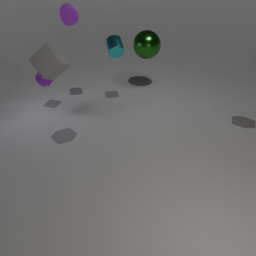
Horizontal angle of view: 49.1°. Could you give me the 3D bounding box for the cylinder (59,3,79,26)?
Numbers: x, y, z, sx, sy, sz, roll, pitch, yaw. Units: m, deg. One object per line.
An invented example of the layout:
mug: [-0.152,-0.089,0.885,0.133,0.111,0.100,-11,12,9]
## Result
cylinder: [-2.353,-4.506,11.115,0.700,0.700,0.700,-8,38,-13]

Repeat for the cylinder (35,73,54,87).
cylinder: [-3.531,-2.250,12.127,0.700,0.700,0.700,11,51,18]

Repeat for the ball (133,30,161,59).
ball: [0.950,-4.181,14.069,1.400,1.400,1.400,0,31,0]

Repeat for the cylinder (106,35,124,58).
cylinder: [-0.566,-3.492,12.020,0.700,0.700,0.700,-7,62,-12]

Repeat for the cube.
cube: [-2.198,-1.852,7.919,0.700,0.700,0.700,-37,0,11]
